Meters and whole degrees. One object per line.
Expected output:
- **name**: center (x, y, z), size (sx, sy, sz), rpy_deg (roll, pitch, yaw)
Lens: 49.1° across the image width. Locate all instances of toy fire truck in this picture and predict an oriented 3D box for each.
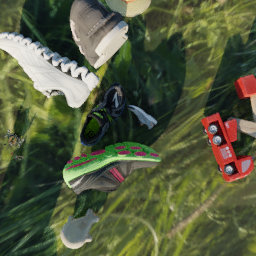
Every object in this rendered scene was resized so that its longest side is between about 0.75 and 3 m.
- **toy fire truck**: center (2.913, 0.002, 7.359), size (1.714, 0.592, 2.430), rpy_deg (-20, 85, -2)

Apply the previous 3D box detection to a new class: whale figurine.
- **whale figurine**: center (-1.229, 2.593, 7.220), size (0.838, 0.547, 1.054), rpy_deg (41, 62, 13)

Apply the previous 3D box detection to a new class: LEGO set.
- **LEGO set**: center (-3.044, 0.440, 7.545), size (0.564, 0.246, 0.868), rpy_deg (1, 98, 2)

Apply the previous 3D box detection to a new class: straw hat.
- **straw hat**: center (-0.002, -3.819, 7.731), size (1.365, 0.578, 1.365), rpy_deg (0, 84, 0)

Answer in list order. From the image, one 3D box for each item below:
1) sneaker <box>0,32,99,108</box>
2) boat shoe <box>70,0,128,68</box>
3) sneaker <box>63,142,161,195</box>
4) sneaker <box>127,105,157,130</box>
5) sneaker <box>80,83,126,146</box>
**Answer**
- **sneaker**: center (-2.240, -1.541, 7.338), size (2.882, 1.083, 1.168), rpy_deg (28, 94, 3)
- **boat shoe**: center (-0.519, -1.665, 5.000), size (0.875, 2.616, 0.746), rpy_deg (-44, 99, 0)
- **sneaker**: center (-0.375, 1.054, 7.235), size (2.478, 0.951, 1.038), rpy_deg (-13, 115, -5)
- **sneaker**: center (0.337, -0.309, 7.528), size (0.914, 0.338, 0.362), rpy_deg (36, 90, 3)
- **sneaker**: center (-0.640, -0.329, 7.301), size (0.659, 0.770, 1.858), rpy_deg (33, 86, 1)
